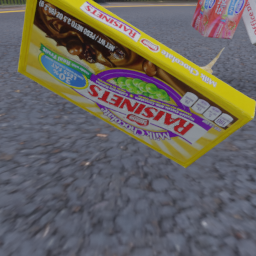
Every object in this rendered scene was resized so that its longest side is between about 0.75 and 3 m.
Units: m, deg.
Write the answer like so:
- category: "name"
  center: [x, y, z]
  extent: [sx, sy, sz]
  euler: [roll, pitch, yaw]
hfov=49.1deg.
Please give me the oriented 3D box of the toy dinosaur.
- category: "toy dinosaur"
  center: [1.652, -1.255, 6.381]
  extent: [1.418, 0.413, 0.717]
  euler: [-43, 25, -23]

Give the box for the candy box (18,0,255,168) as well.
- category: "candy box"
  center: [-0.016, -0.519, 3.466]
  extent: [2.717, 1.389, 0.359]
  euler: [30, 53, -6]

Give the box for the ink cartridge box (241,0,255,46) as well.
- category: "ink cartridge box"
  center: [4.567, -3.702, 7.904]
  extent: [2.558, 1.858, 1.119]
  euler: [-21, -7, 39]

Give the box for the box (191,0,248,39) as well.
- category: "box"
  center: [2.635, -3.561, 7.709]
  extent: [1.000, 1.949, 0.923]
  euler: [-1, 40, -19]
